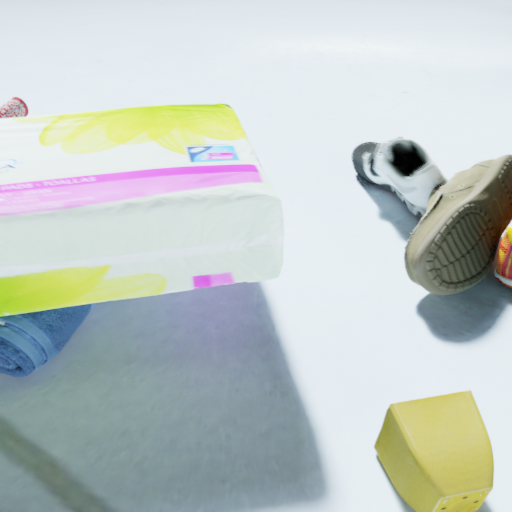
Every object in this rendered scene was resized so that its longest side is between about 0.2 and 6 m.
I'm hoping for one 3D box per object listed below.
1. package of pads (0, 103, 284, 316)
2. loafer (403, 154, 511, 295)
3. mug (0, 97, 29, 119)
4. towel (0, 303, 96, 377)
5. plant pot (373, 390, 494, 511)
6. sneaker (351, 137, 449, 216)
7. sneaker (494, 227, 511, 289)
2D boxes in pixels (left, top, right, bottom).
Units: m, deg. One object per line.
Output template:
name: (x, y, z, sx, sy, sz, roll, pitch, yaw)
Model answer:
package of pads: (-2.186, -0.877, 7.929, 4.526, 1.544, 3.497, -7, 34, -9)
loafer: (3.359, -0.506, 9.311, 3.413, 1.298, 1.151, -38, 19, -34)
mug: (-6.442, -3.640, 14.564, 0.565, 0.751, 0.846, 39, 42, -8)
towel: (-3.112, 0.255, 8.448, 1.952, 0.848, 3.495, 11, 35, 14)
plant pot: (1.884, 2.099, 5.749, 0.939, 0.945, 0.966, -7, 44, -10)
sneaker: (2.720, -1.891, 10.900, 1.083, 1.294, 2.924, -38, 37, -3)
sneaker: (5.149, -0.425, 9.141, 3.196, 1.233, 1.166, -25, 40, -34)
